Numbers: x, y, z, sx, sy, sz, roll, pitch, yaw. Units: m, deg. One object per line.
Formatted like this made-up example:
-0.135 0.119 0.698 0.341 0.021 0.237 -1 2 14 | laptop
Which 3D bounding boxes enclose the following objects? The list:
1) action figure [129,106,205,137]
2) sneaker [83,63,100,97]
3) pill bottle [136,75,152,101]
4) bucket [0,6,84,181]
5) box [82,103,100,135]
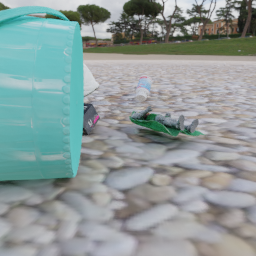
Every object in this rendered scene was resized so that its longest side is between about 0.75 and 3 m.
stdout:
0.662 -0.171 6.466 1.203 0.557 2.037 14 -1 -35 | action figure
-2.070 -0.871 7.242 2.564 1.027 0.902 -29 11 -4 | sneaker
0.575 -1.457 10.358 0.499 0.499 0.917 5 58 17 | pill bottle
-1.632 -0.448 4.243 1.784 2.743 2.743 2 16 -6 | bucket
-1.265 -0.263 6.773 0.958 0.508 0.586 10 53 32 | box
